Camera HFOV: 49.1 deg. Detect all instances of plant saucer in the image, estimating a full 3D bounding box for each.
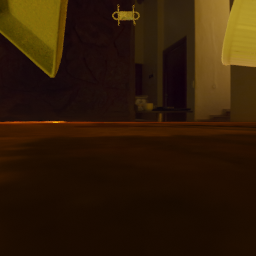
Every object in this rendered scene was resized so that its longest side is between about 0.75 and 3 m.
[{"bbox_3d":[-2.210,-2.817,6.206,0.608,2.541,2.537,-40,-14,-35],"label":"plant saucer"}]

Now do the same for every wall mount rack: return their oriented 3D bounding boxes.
[{"bbox_3d":[-0.054,-3.478,8.762,0.862,0.749,0.321,-2,-12,-2],"label":"wall mount rack"}]

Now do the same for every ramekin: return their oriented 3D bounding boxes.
[{"bbox_3d":[2.865,-2.279,6.445,0.882,1.810,1.810,18,9,24],"label":"ramekin"}]
